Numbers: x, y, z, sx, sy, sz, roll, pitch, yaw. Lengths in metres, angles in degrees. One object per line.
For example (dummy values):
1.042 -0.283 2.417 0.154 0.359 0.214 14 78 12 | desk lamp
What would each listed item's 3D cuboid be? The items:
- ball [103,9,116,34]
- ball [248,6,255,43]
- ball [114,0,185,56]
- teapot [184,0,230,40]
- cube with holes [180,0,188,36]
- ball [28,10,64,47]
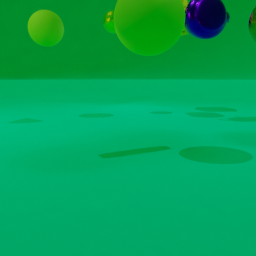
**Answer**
-0.480 -3.644 9.601 0.775 0.775 0.775 0 11 0 | ball
2.811 -1.987 5.228 1.032 1.032 1.032 0 11 0 | ball
0.330 -1.708 4.397 1.112 1.112 1.112 0 11 0 | ball
2.251 -3.215 8.233 2.054 1.277 1.006 -6 5 -14 | teapot
1.639 -4.222 10.547 1.101 1.101 1.101 -9 -34 0 | cube with holes
-2.625 -3.191 8.983 1.109 1.109 1.109 0 11 0 | ball
